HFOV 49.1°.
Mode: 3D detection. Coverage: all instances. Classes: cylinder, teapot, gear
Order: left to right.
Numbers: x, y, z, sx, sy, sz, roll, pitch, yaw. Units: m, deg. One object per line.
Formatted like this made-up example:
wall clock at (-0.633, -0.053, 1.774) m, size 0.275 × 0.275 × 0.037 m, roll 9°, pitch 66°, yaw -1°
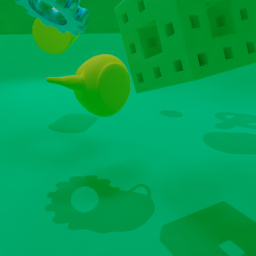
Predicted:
gear at (-1.359, -2.137, 4.940) m, size 1.363 × 0.252 × 1.363 m, roll 22°, pitch -7°, yaw 3°
cylinder at (-2.137, -2.979, 8.511) m, size 1.148 × 1.148 × 1.148 m, roll 3°, pitch 37°, yaw 9°
teapot at (-0.512, -0.698, 4.588) m, size 0.790 × 1.003 × 1.614 m, roll 13°, pitch 10°, yaw 40°

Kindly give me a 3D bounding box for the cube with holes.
cube with holes at (0.795, -1.306, 3.854) m, size 1.271 × 1.271 × 1.271 m, roll -19°, pitch 9°, yaw -27°
